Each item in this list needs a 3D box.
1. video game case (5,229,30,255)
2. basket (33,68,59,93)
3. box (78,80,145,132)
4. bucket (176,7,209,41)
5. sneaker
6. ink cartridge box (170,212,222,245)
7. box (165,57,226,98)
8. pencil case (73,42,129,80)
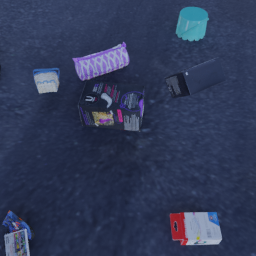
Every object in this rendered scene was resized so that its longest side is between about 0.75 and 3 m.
[{"bbox_3d":[-3.319,3.528,8.371,0.743,0.094,0.815,-19,69,11],"label":"video game case"},{"bbox_3d":[-3.713,-2.230,12.724,1.172,0.925,1.330,-6,57,-7],"label":"basket"},{"bbox_3d":[-0.611,-0.892,11.416,2.450,1.300,1.498,7,52,5],"label":"box"},{"bbox_3d":[3.537,-5.752,15.413,1.763,1.147,1.763,0,52,0],"label":"bucket"},{"bbox_3d":[-3.426,3.141,8.797,1.292,0.487,0.507,24,62,29],"label":"sneaker"},{"bbox_3d":[2.055,3.130,8.721,1.483,0.499,0.861,-1,51,0],"label":"ink cartridge box"},{"bbox_3d":[2.239,-1.662,9.506,1.420,1.444,0.848,-23,97,-13],"label":"box"},{"bbox_3d":[-1.217,-3.171,13.348,2.698,1.153,1.132,-26,59,-18],"label":"pencil case"}]
